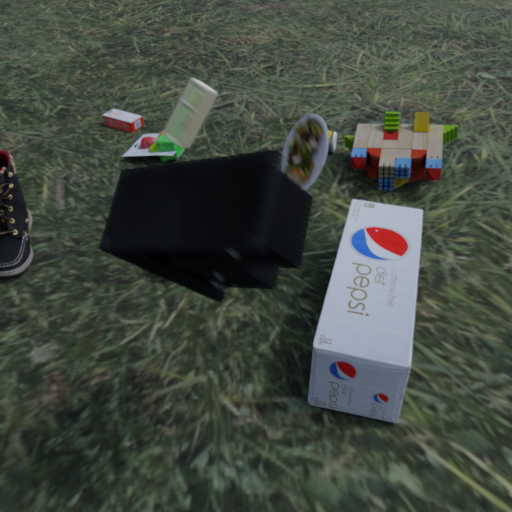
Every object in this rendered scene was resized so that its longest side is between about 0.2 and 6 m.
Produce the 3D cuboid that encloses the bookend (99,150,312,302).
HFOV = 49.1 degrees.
[{"bbox_3d":[-0.194,-0.179,6.456,2.160,2.174,1.001,0,71,35],"label":"bookend"}]

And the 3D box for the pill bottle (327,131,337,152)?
[{"bbox_3d":[1.702,-3.217,15.570,1.015,0.565,0.565,9,39,12],"label":"pill bottle"}]

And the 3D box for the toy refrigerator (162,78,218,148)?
[{"bbox_3d":[-1.376,-2.930,11.537,0.495,1.305,0.457,38,18,18],"label":"toy refrigerator"}]

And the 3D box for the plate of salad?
[{"bbox_3d":[0.897,-2.094,11.328,0.382,1.592,1.592,9,31,-30],"label":"plate of salad"}]

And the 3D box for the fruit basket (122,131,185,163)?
[{"bbox_3d":[-2.700,-3.018,15.379,1.522,0.714,1.410,-4,35,21],"label":"fruit basket"}]

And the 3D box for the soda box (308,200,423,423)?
[{"bbox_3d":[2.032,0.709,9.868,1.454,1.359,4.270,10,39,12],"label":"soda box"}]

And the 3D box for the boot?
[{"bbox_3d":[-5.220,-0.907,11.536,0.900,1.851,2.459,-7,38,-9],"label":"boot"}]

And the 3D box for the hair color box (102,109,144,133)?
[{"bbox_3d":[-4.005,-4.068,16.835,1.112,0.341,0.565,20,43,22],"label":"hair color box"}]

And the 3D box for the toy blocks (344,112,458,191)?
[{"bbox_3d":[3.544,-2.476,14.158,2.880,1.439,1.969,5,48,16],"label":"toy blocks"}]
